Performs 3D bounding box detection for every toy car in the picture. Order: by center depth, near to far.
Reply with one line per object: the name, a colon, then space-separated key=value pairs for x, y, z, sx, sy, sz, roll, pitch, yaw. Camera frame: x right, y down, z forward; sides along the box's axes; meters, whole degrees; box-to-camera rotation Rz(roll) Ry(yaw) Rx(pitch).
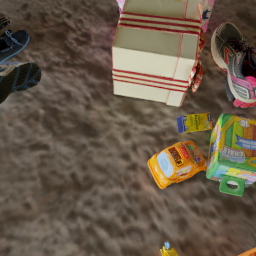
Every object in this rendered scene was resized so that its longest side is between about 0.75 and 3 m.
toy car: x=1.326 y=1.570 z=6.272 sx=1.454 sy=0.987 sz=2.965 roll=-5 pitch=61 yaw=-3

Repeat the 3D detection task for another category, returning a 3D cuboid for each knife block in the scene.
knife block: x=-4.535 y=-2.812 z=8.869 sx=1.637 sy=0.597 sz=1.865 roll=-6 pitch=61 yaw=-2

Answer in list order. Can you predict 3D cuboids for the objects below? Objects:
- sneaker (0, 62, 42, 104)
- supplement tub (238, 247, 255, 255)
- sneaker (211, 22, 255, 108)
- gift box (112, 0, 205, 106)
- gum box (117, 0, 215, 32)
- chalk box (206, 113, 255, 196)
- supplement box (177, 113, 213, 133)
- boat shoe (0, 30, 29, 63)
sneaker: x=-3.640 y=-1.208 z=7.658 sx=0.950 sy=0.934 sz=2.467 roll=21 pitch=35 yaw=38
supplement tub: x=2.725 y=3.337 z=5.168 sx=1.235 sy=1.235 sz=2.015 roll=-21 pitch=63 yaw=-11
sneaker: x=3.321 y=-2.057 z=8.186 sx=1.180 sy=1.093 sz=2.928 roll=-7 pitch=61 yaw=-4
gift box: x=0.877 y=-2.044 z=7.427 sx=2.309 sy=2.473 sz=2.282 roll=10 pitch=68 yaw=2
gum box: x=1.098 y=-3.779 z=8.780 sx=2.925 sy=1.660 sz=0.967 roll=-10 pitch=60 yaw=-5
chalk box: x=2.554 y=0.712 z=6.684 sx=1.082 sy=1.075 sz=1.734 roll=11 pitch=62 yaw=7
supplement box: x=1.737 y=-0.130 z=7.331 sx=0.793 sy=0.434 sz=0.432 roll=-6 pitch=86 yaw=-10
boat shoe: x=-3.757 y=-2.599 z=8.786 sx=0.674 sy=0.550 sz=1.603 roll=28 pitch=65 yaw=14
